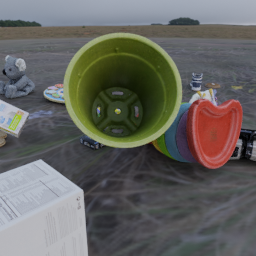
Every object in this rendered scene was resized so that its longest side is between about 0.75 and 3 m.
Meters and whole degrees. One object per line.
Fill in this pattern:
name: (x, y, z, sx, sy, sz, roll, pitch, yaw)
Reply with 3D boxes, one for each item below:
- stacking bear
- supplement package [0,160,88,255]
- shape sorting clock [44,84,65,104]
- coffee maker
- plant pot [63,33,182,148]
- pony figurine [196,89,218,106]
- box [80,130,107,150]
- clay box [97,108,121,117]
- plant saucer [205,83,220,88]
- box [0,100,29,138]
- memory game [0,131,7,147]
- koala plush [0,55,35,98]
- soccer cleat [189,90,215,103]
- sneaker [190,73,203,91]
stacking bear: (1.304, 0.004, 7.839, 1.819, 1.703, 2.995, -3, 8, -35)
supplement package: (-1.761, 1.581, 4.244, 1.810, 1.373, 1.363, -20, 30, -40)
shape sorting clock: (-2.621, -1.716, 13.396, 2.720, 0.534, 2.720, 0, 23, 0)
coffee maker: (3.359, 0.491, 7.764, 1.421, 0.957, 1.365, 8, 2, 16)
plant pot: (-0.186, -0.580, 6.468, 2.311, 2.311, 2.194, -3, -10, -6)
pony figurine: (3.229, -0.880, 10.747, 1.148, 1.189, 0.990, -8, -7, -24)
box: (-0.916, 0.357, 8.784, 0.939, 0.204, 0.752, -20, 29, -39)
clay box: (-0.657, -0.645, 11.131, 1.134, 0.270, 0.652, -9, 25, -18)
plant saucer: (4.680, -2.352, 15.496, 0.848, 0.125, 0.848, 0, 22, 0)
box: (-3.881, -0.357, 8.659, 1.369, 0.770, 0.694, 27, -19, -13)
memory game: (-5.113, 0.485, 8.521, 2.715, 0.173, 2.715, -1, 22, 0)
koala plush: (-5.511, -2.597, 13.790, 1.704, 1.854, 1.644, -20, 29, -41)
soccer cleat: (2.916, -1.032, 11.590, 0.894, 0.799, 2.306, -6, 15, 38)
sneaker: (3.693, -2.605, 15.111, 0.562, 0.870, 1.604, 3, 23, 8)
